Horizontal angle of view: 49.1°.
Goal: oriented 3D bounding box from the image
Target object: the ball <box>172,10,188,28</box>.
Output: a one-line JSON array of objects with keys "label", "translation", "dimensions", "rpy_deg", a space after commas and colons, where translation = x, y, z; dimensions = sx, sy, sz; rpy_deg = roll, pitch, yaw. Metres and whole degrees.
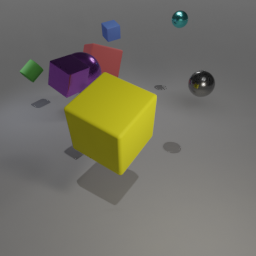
[{"label": "ball", "translation": [2.199, -4.600, 11.862], "dimensions": [0.700, 0.700, 0.700], "rpy_deg": [0, 30, 0]}]

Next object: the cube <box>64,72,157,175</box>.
[{"label": "cube", "translation": [-0.344, -0.107, 6.216], "dimensions": [1.400, 1.400, 1.400], "rpy_deg": [27, 55, 21]}]

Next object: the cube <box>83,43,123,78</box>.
[{"label": "cube", "translation": [-1.225, -2.893, 12.473], "dimensions": [1.400, 1.400, 1.400], "rpy_deg": [6, 11, -25]}]

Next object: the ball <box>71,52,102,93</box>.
[{"label": "ball", "translation": [-1.609, -1.896, 9.640], "dimensions": [1.400, 1.400, 1.400], "rpy_deg": [0, 30, 0]}]

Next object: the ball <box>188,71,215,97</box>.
[{"label": "ball", "translation": [1.964, -1.178, 7.485], "dimensions": [0.700, 0.700, 0.700], "rpy_deg": [0, 30, 0]}]

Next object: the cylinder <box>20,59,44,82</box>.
[{"label": "cylinder", "translation": [-4.084, -2.418, 11.887], "dimensions": [0.700, 0.700, 0.700], "rpy_deg": [29, 78, 40]}]

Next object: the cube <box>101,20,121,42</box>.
[{"label": "cube", "translation": [-0.831, -4.765, 13.738], "dimensions": [0.700, 0.700, 0.700], "rpy_deg": [-22, 50, -17]}]

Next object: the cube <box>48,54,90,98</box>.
[{"label": "cube", "translation": [-1.485, -1.307, 7.006], "dimensions": [0.700, 0.700, 0.700], "rpy_deg": [35, 42, 19]}]
